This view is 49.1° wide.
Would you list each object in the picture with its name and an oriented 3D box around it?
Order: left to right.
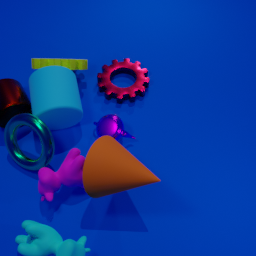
[{"bbox_3d":[-3.517,-0.721,8.349,1.101,1.101,1.101,-27,62,-16],"label":"cylinder"},{"bbox_3d":[-2.661,0.387,7.516,1.607,1.607,0.321,26,25,15],"label":"ring"},{"bbox_3d":[-1.684,2.626,6.290,1.472,1.496,0.821,26,72,-21],"label":"cow figurine"},{"bbox_3d":[-2.105,-0.849,8.169,1.385,1.385,1.385,-12,67,-7],"label":"cylinder"},{"bbox_3d":[-2.173,-2.044,8.967,1.714,1.714,0.317,1,103,0],"label":"gear"},{"bbox_3d":[-1.497,1.285,7.179,1.484,1.508,0.828,-57,35,6],"label":"cow figurine"},{"bbox_3d":[-0.436,0.056,8.136,1.354,0.663,0.842,20,86,20],"label":"teapot"},{"bbox_3d":[-0.160,-1.590,9.356,1.715,0.317,1.715,0,58,0],"label":"gear"},{"bbox_3d":[0.038,1.046,6.470,1.548,1.542,1.542,9,57,29],"label":"cone"}]
